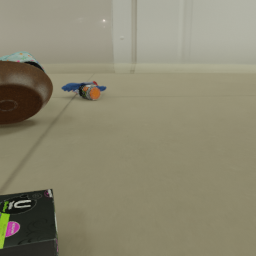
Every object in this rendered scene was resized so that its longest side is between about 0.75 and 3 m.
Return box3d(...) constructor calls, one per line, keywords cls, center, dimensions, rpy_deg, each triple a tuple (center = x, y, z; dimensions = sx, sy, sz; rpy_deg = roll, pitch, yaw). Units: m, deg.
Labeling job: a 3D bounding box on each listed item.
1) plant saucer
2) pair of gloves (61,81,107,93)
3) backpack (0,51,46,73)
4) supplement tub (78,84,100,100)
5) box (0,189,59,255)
box3d(cls="plant saucer", center=(-3.038, -0.704, 6.969), dimensions=(2.386, 0.437, 2.386), rpy_deg=(-16, -26, -8))
box3d(cls="pair of gloves", center=(-1.883, -1.738, 12.368), dimensions=(1.617, 0.229, 2.011), rpy_deg=(-5, -4, 15))
box3d(cls="backpack", center=(-3.272, -1.374, 8.181), dimensions=(1.724, 1.530, 1.298), rpy_deg=(-33, 52, -11))
box3d(cls="supplement tub", center=(-1.589, -1.461, 11.489), dimensions=(0.589, 0.589, 0.961), rpy_deg=(-12, 20, -38))
box3d(cls="box", center=(-0.975, 1.019, 2.533), dimensions=(0.655, 0.548, 0.881), rpy_deg=(-5, 15, -16))
